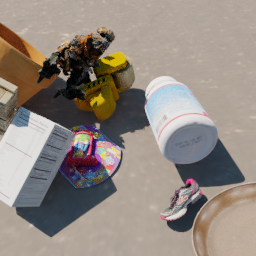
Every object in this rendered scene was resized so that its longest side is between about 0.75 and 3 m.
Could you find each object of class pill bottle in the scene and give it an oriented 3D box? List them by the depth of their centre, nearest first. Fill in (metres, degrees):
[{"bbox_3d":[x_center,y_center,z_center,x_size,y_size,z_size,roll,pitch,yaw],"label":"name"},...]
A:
[{"bbox_3d":[1.222,-0.353,7.343,1.379,1.379,2.537,-7,36,-6],"label":"pill bottle"}]

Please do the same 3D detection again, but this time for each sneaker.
[{"bbox_3d":[1.160,1.650,6.389,1.211,0.488,0.452,-34,101,-28],"label":"sneaker"}]

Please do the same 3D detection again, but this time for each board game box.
[{"bbox_3d":[-1.186,0.564,7.391,1.591,0.392,2.014,-38,59,-25],"label":"board game box"}]

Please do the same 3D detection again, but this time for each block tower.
[{"bbox_3d":[-2.880,-0.402,6.427,0.476,1.763,0.510,27,56,-7],"label":"block tower"}]

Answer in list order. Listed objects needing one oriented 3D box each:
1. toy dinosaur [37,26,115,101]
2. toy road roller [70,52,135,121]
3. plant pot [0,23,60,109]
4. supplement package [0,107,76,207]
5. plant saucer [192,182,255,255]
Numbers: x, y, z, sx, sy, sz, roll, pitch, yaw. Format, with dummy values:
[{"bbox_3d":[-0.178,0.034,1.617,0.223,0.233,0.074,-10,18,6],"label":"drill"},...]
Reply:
[{"bbox_3d":[-1.476,-1.718,7.447,1.349,2.642,1.793,29,53,-21],"label":"toy dinosaur"},{"bbox_3d":[-0.613,-1.119,8.173,1.974,1.213,1.441,-24,62,-2],"label":"toy road roller"},{"bbox_3d":[-3.582,-1.650,7.798,1.897,2.711,2.711,-50,60,7],"label":"plant pot"},{"bbox_3d":[-2.224,0.678,6.371,1.087,1.047,1.912,25,84,20],"label":"supplement package"},{"bbox_3d":[2.583,2.086,5.510,2.604,0.418,2.604,-22,24,11],"label":"plant saucer"}]
